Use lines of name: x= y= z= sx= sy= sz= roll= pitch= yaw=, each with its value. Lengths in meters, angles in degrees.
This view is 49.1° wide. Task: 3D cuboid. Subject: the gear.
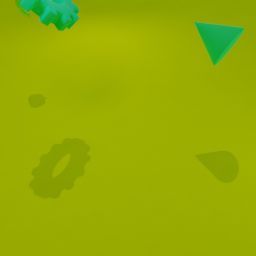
gear: x=-1.842 y=-2.938 z=6.048 sx=0.329 sy=1.779 sz=1.779 roll=-35 pitch=31 yaw=27

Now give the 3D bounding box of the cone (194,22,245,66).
cone: x=1.901 y=-2.122 z=6.374 sx=1.000 sy=0.996 sz=0.996 roll=41 pitch=52 yaw=11

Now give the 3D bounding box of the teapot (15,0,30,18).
teapot: x=-3.074 y=-3.871 z=8.399 sx=0.574 sy=1.173 sz=0.729 roll=-2 pitch=39 yaw=-26
